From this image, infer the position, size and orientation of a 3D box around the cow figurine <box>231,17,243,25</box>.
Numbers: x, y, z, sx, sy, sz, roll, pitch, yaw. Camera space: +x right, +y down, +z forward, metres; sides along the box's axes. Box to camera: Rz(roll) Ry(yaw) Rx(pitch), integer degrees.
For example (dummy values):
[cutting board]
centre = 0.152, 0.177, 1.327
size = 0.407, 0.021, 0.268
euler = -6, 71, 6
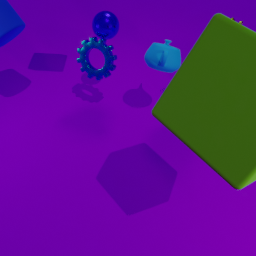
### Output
[cow figurine]
centre = 2.400, -2.247, 7.122
size = 1.239, 0.691, 1.259
euler = -23, 5, 34

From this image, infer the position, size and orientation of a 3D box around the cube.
[cube]
centre = 1.365, -0.284, 3.306
size = 1.314, 1.314, 1.314
euler = 45, 25, 28

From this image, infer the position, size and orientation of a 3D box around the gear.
[gear]
centre = -0.870, -1.914, 7.766
size = 1.149, 1.149, 0.212
euler = 17, 29, 16

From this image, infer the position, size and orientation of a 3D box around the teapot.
[teapot]
centre = 0.941, -1.911, 7.295
size = 0.968, 0.762, 1.557
euler = 15, 23, 0

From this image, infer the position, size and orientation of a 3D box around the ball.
[ball]
centre = -0.606, -2.794, 7.634
size = 0.750, 0.750, 0.750
euler = 0, 46, 0

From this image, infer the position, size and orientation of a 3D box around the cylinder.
[cylinder]
centre = -3.412, -2.760, 7.072
size = 1.135, 1.135, 1.135
euler = -33, 17, 12
